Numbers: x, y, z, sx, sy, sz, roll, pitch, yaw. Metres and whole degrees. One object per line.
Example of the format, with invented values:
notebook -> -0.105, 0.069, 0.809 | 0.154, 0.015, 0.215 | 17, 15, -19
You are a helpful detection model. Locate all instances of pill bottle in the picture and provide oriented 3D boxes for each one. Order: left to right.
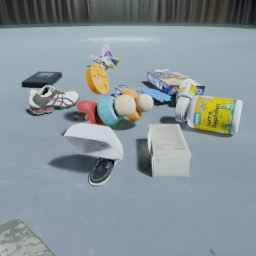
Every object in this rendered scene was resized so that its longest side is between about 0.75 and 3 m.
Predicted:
pill bottle -> 2.207, -1.347, 10.501 | 0.635, 0.635, 1.143 | 8, 44, 17
pill bottle -> 2.444, -0.453, 8.578 | 1.844, 1.040, 1.040 | 11, 27, 23

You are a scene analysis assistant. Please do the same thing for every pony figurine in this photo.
pony figurine -> -1.304, -4.042, 16.288 | 1.616, 1.346, 1.560 | 30, 45, 23

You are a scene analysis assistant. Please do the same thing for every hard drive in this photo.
hard drive -> -4.087, -2.337, 13.456 | 1.309, 0.308, 1.876 | 3, 25, 6

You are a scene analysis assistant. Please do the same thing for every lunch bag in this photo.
lunch bag -> -1.564, 1.992, 3.373 | 1.258, 1.045, 1.500 | -19, 31, -41

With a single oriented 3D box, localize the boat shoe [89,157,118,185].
boat shoe -> -0.548, 0.838, 6.570 | 0.474, 0.421, 1.269 | 13, 29, 19

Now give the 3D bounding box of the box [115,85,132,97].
box -> -0.102, -1.329, 11.130 | 0.426, 0.464, 1.325 | -10, 27, -21

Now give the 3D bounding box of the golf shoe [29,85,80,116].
golf shoe -> -2.609, -1.129, 10.228 | 0.802, 0.916, 2.079 | 18, 29, 35

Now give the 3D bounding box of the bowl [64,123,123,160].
bowl -> -0.702, 0.274, 6.274 | 1.171, 1.169, 0.437 | 6, 65, 21

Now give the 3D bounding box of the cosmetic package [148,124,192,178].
cosmetic package -> 0.982, 0.516, 7.039 | 0.897, 0.606, 1.705 | 1, 25, 1

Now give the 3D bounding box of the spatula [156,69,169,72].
spatula -> 1.981, -2.771, 14.294 | 0.853, 0.098, 1.226 | 40, 41, 22

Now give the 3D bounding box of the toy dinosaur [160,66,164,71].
toy dinosaur -> 1.716, -2.869, 14.636 | 0.721, 0.410, 1.358 | 5, 33, -19

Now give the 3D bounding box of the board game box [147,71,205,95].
board game box -> 2.036, -2.028, 12.465 | 1.664, 0.425, 2.456 | -1, 24, -18

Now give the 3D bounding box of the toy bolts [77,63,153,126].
toy bolts -> -0.335, -0.907, 7.874 | 1.495, 2.059, 2.156 | -14, 17, 25

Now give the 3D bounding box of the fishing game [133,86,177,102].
fishing game -> 1.125, -1.248, 11.025 | 1.961, 0.305, 1.404 | 12, 21, -8
